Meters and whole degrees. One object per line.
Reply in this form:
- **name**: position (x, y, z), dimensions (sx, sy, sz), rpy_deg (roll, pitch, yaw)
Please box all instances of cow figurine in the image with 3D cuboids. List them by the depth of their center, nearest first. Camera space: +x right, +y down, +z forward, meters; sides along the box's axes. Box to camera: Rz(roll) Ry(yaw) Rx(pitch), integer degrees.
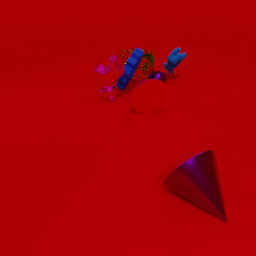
- **cow figurine**: position (-0.553, -1.662, 9.674), dimensions (1.348, 1.327, 0.740), rpy_deg (-33, 18, 25)
- **cow figurine**: position (1.849, -2.735, 11.570), dimensions (0.655, 1.175, 1.194), rpy_deg (44, 30, 4)

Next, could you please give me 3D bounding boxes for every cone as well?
- **cone**: position (1.550, 1.292, 5.487), dimensions (1.241, 1.241, 1.246), rpy_deg (-18, 61, -28)
- **cone**: position (0.594, -1.316, 9.210), dimensions (1.247, 1.247, 1.252), rpy_deg (-5, 37, -9)

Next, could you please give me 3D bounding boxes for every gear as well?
- **gear**: position (0.077, -2.188, 10.486), dimensions (0.298, 1.610, 1.610), rpy_deg (30, 34, 1)

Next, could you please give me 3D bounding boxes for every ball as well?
- **ball**: position (1.104, -1.800, 10.668), dimensions (0.763, 0.763, 0.763), rpy_deg (0, 30, 0)

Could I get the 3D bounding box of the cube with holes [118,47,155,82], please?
- **cube with holes**: position (0.354, -2.731, 11.947), dimensions (1.075, 1.075, 1.075), rpy_deg (-25, 38, -38)
